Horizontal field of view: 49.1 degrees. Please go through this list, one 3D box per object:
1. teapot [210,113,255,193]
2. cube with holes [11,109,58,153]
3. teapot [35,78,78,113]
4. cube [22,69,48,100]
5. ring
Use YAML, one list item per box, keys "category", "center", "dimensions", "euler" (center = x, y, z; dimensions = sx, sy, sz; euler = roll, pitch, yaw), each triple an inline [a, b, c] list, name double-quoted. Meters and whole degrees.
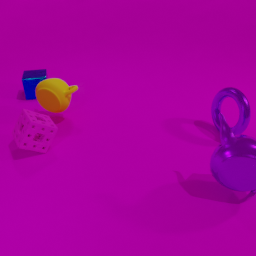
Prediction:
- category: "teapot"
  center: [2.283, 0.603, 5.727]
  dimensions: [1.218, 1.959, 0.959]
  euler: [-23, 23, 29]
- category: "cube with holes"
  center: [-2.378, 0.080, 7.124]
  dimensions: [0.743, 0.743, 0.743]
  euler: [18, 16, -42]
- category: "teapot"
  center: [-2.177, -1.000, 8.272]
  dimensions: [1.701, 1.058, 0.833]
  euler: [-8, 33, 31]
- category: "cube"
  center: [-3.217, -1.537, 9.841]
  dimensions: [0.796, 0.796, 0.796]
  euler: [-7, 34, -10]
- category: "ring"
  center: [2.764, -0.430, 7.623]
  dimensions: [0.272, 1.358, 1.358]
  euler: [-7, 33, -23]
